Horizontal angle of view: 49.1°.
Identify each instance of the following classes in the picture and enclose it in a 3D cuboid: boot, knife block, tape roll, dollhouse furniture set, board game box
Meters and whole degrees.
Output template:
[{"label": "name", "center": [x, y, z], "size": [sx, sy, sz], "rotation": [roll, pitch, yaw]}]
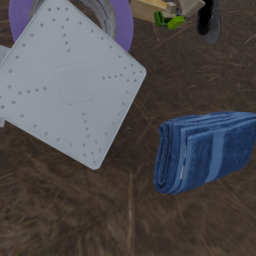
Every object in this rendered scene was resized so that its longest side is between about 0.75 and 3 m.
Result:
[{"label": "boot", "center": [1.787, -2.416, 6.404], "size": [0.569, 1.629, 1.073], "rotation": [8, 53, 23]}, {"label": "knife block", "center": [0.948, -3.511, 8.588], "size": [1.445, 0.527, 1.646], "rotation": [36, 40, 8]}, {"label": "tape roll", "center": [-1.345, -2.415, 6.779], "size": [2.773, 2.773, 1.178], "rotation": [-20, 9, -17]}, {"label": "dollhouse furniture set", "center": [1.231, -2.680, 6.105], "size": [0.593, 1.536, 0.767], "rotation": [-12, 86, -29]}, {"label": "board game box", "center": [-1.100, -0.875, 5.656], "size": [0.336, 2.597, 2.598], "rotation": [0, 59, 56]}]

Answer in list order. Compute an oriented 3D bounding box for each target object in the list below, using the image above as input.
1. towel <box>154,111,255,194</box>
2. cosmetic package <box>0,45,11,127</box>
[{"label": "towel", "center": [1.487, 0.386, 5.030], "size": [2.358, 1.316, 0.572], "rotation": [-9, 21, -38]}, {"label": "cosmetic package", "center": [-3.546, -1.120, 6.245], "size": [1.781, 1.776, 1.095], "rotation": [12, 8, -29]}]
